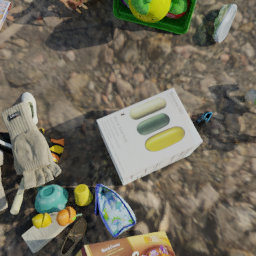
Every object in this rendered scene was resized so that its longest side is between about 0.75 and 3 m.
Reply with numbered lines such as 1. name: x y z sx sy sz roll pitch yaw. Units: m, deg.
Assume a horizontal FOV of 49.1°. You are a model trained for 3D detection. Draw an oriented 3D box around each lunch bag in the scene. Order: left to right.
1. lunch bag: -0.466 2.284 8.014 0.926 1.235 1.453 -29 76 -9

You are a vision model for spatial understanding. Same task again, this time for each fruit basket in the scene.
1. fruit basket: 0.826 -4.253 9.476 3.079 2.221 3.079 2 58 -4

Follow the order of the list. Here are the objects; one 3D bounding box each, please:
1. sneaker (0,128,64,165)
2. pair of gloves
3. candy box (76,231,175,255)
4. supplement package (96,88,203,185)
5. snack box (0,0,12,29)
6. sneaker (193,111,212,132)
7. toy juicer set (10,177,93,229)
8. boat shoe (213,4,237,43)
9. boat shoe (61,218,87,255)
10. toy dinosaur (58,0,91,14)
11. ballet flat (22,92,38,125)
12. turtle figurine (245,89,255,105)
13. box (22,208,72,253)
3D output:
1. sneaker: -3.146 0.414 8.885 2.323 0.812 1.045 19 65 3
2. pair of gloves: -3.647 0.962 8.430 2.980 0.522 2.534 -32 79 13
3. candy box: 0.098 3.561 7.019 2.526 0.713 1.473 6 44 -34
4. supplement package: 0.562 0.323 8.322 2.370 1.785 1.799 -23 74 -7
5. snack box: -4.875 -4.232 10.579 0.475 0.161 1.322 15 73 5
6. sneaker: 2.417 -0.214 9.210 0.334 0.374 0.912 40 80 -2
7. toy juicer set: -2.282 2.165 7.791 2.360 0.642 1.501 4 37 18
8. boat shoe: 3.465 -3.848 10.313 0.541 0.627 1.743 19 68 30
9. boat shoe: -1.572 3.195 8.187 0.401 0.363 1.125 26 75 8
10. toy dinosaur: -1.476 -5.259 10.414 2.945 1.264 1.996 -18 82 -19
11. ballet flat: -3.308 -0.693 9.360 0.441 0.441 1.271 -17 73 -5
12. turtle figurine: 5.144 -0.555 8.808 2.500 1.799 2.424 -22 57 -21
13. box: -2.324 2.926 8.188 1.328 0.516 0.631 -37 76 -11
